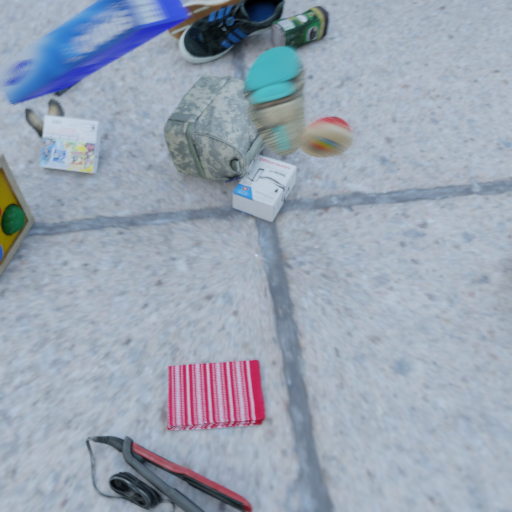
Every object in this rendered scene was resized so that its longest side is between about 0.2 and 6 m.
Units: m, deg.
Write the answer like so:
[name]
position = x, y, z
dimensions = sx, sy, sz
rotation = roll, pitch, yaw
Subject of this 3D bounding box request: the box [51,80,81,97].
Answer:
[box]
position = -4.588, -4.272, 13.008
dimensions = 0.488, 0.774, 0.787
rotation = 26, 58, 18

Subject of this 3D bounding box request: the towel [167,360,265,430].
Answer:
[towel]
position = -0.626, 2.113, 8.605
dimensions = 1.480, 0.166, 1.070
rotation = -3, 52, -2

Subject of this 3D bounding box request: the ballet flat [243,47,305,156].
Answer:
[ballet flat]
position = 0.305, -2.116, 7.892
dimensions = 0.917, 1.018, 2.703
rotation = -11, 32, 9

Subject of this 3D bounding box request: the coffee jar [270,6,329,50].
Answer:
[coffee jar]
position = 1.124, -5.689, 14.063
dimensions = 1.513, 0.789, 0.645
rotation = -28, 63, -20

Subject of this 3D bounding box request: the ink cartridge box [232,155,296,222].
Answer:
[ink cartridge box]
position = 0.171, -1.346, 10.983
dimensions = 0.868, 0.501, 1.189
rotation = 20, 56, 14

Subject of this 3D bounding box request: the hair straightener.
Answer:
[hair straightener]
position = -1.362, 3.197, 7.562
dimensions = 2.543, 0.520, 0.978
rotation = 23, 56, 16

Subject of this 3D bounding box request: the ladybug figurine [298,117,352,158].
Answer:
[ladybug figurine]
position = 0.781, -1.335, 6.230
dimensions = 0.519, 0.765, 0.275
rotation = 22, 73, -25

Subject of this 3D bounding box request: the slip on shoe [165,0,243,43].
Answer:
[slip on shoe]
position = -1.088, -6.126, 14.402
dimensions = 2.675, 1.017, 0.810
rotation = -25, 23, -10

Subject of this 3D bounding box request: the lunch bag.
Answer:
[lunch bag]
position = -0.581, -2.491, 11.127
dimensions = 1.750, 1.454, 2.086
rotation = 12, 52, 25

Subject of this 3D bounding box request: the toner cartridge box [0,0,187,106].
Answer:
[toner cartridge box]
position = -2.499, -3.157, 8.378
dimensions = 2.777, 0.600, 1.319
rotation = -16, 18, 30

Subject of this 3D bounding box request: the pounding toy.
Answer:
[pounding toy]
position = -5.038, -0.414, 9.010
dimensions = 1.310, 2.515, 2.862
rotation = 11, 54, 8

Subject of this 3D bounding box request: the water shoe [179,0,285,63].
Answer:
[water shoe]
position = -0.609, -5.684, 13.553
dimensions = 2.818, 1.112, 1.008
rotation = -31, 92, -11

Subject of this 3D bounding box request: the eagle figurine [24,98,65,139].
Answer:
[eagle figurine]
position = -4.350, -2.712, 11.732
dimensions = 0.701, 0.929, 0.705
rotation = 7, 47, 12

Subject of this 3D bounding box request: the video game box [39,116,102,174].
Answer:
[video game box]
position = -3.794, -2.269, 11.474
dimensions = 1.154, 0.270, 1.051
rotation = 8, 91, 5
